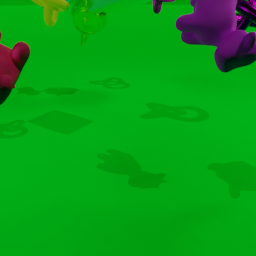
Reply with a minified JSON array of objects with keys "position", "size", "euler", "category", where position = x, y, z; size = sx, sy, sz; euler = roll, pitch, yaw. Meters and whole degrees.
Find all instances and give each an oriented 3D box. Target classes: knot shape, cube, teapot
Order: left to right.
[{"position":[-1.777,-2.800,6.160],"size":[0.580,1.174,1.255],"euler":[-36,73,-10],"category":"knot shape"},{"position":[-1.361,-3.649,9.458],"size":[1.241,1.996,0.977],"euler":[15,41,-7],"category":"teapot"},{"position":[-0.255,-3.317,6.288],"size":[1.109,1.109,1.109],"euler":[-3,16,36],"category":"cube"},{"position":[0.863,-4.909,9.955],"size":[1.580,0.780,1.689],"euler":[40,4,-21],"category":"knot shape"},{"position":[2.792,-3.107,7.253],"size":[2.056,1.924,0.950],"euler":[12,69,31],"category":"knot shape"}]

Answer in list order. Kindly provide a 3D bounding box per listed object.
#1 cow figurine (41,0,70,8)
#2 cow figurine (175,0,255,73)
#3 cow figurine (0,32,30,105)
[{"position":[-2.303,-4.290,9.121],"size":[0.676,1.211,1.231],"euler":[37,10,-41],"category":"cow figurine"},{"position":[1.525,-1.645,4.450],"size":[1.446,1.469,0.806],"euler":[14,-6,26],"category":"cow figurine"},{"position":[-2.358,-0.934,4.868],"size":[0.945,1.693,1.721],"euler":[26,51,-27],"category":"cow figurine"}]
